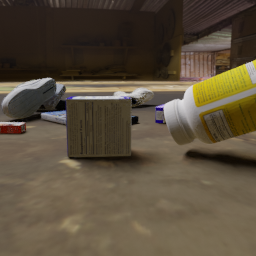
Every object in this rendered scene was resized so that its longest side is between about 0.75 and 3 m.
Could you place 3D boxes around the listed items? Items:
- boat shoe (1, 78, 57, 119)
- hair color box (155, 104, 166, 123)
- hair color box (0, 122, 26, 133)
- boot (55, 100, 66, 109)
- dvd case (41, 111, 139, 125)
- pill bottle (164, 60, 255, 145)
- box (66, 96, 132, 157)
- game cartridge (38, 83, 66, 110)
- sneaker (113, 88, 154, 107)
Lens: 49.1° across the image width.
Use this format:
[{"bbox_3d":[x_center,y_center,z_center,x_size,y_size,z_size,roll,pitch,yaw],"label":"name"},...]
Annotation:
[{"bbox_3d":[-3.858,-1.142,10.604,0.993,1.094,2.975,5,23,18],"label":"boat shoe"},{"bbox_3d":[1.198,-0.493,9.400,0.310,0.522,0.955,5,12,26],"label":"hair color box"},{"bbox_3d":[-3.272,-0.007,7.718,0.775,0.248,0.430,-1,12,1],"label":"hair color box"},{"bbox_3d":[-2.642,-1.096,12.495,1.022,0.465,1.217,-2,5,9],"label":"boot"},{"bbox_3d":[-1.320,-0.343,9.383,2.804,0.246,2.001,11,15,44],"label":"dvd case"},{"bbox_3d":[1.876,-0.418,5.368,2.195,1.234,1.234,-20,2,25],"label":"pill bottle"},{"bbox_3d":[-0.576,-0.051,5.618,1.255,1.155,0.659,0,12,-6],"label":"box"},{"bbox_3d":[-3.900,-1.394,12.192,2.282,0.474,1.519,2,40,18],"label":"game cartridge"},{"bbox_3d":[0.381,-1.355,13.430,2.291,0.853,0.998,-16,29,-32],"label":"sneaker"}]
